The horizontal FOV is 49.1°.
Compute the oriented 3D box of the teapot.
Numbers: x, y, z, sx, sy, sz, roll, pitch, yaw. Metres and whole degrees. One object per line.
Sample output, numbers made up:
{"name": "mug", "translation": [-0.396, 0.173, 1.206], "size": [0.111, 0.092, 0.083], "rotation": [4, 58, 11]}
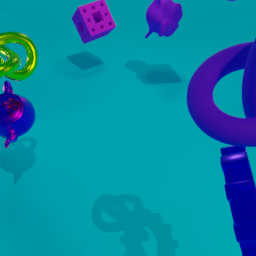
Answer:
{"name": "teapot", "translation": [-2.118, -0.224, 5.001], "size": [0.853, 0.672, 1.372], "rotation": [-9, 69, -7]}

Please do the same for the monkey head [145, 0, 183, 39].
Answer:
{"name": "monkey head", "translation": [0.996, -3.400, 8.716], "size": [1.101, 1.827, 1.314], "rotation": [30, 48, 13]}

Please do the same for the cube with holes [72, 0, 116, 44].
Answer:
{"name": "cube with holes", "translation": [-1.198, -3.668, 9.706], "size": [0.990, 0.990, 0.990], "rotation": [-29, 11, -21]}

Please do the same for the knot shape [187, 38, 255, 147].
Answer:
{"name": "knot shape", "translation": [1.037, -0.271, 2.008], "size": [1.219, 1.303, 0.602], "rotation": [-2, 11, 20]}

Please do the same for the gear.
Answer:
{"name": "gear", "translation": [1.225, 0.832, 2.842], "size": [0.244, 1.319, 1.319], "rotation": [-15, 35, 22]}

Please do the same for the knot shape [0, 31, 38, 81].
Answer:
{"name": "knot shape", "translation": [-1.949, -1.069, 4.172], "size": [1.161, 0.536, 1.086], "rotation": [28, 40, -26]}
